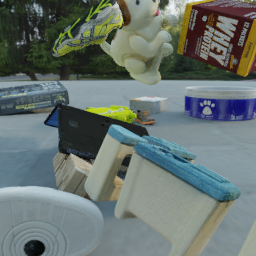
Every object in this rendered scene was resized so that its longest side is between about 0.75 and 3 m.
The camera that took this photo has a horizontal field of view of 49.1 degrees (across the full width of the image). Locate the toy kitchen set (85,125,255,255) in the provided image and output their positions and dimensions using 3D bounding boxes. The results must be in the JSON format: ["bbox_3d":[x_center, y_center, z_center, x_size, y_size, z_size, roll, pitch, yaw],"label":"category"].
[{"bbox_3d":[0.935,0.511,2.819,2.202,1.297,1.764,28,6,36],"label":"toy kitchen set"}]

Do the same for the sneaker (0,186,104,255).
[{"bbox_3d":[-1.350,0.794,2.884,2.164,0.790,1.210,-3,13,-7],"label":"sneaker"}]

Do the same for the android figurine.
[{"bbox_3d":[-0.833,-0.435,9.611,2.397,0.492,2.182,8,14,41],"label":"android figurine"}]

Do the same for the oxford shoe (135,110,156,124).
[{"bbox_3d":[0.558,-0.379,9.465,0.400,0.409,1.123,-7,13,-29],"label":"oxford shoe"}]

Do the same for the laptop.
[{"bbox_3d":[-0.600,0.322,5.455,1.889,1.101,2.131,14,31,-24],"label":"laptop"}]

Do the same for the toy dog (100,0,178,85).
[{"bbox_3d":[0.265,-3.056,8.486,2.561,1.843,2.641,26,-24,20],"label":"toy dog"}]

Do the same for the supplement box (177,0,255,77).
[{"bbox_3d":[3.097,-2.854,8.422,2.233,1.483,2.203,30,41,30],"label":"supplement box"}]

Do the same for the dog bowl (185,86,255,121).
[{"bbox_3d":[3.597,-1.028,10.932,2.733,1.077,2.733,0,11,0],"label":"dog bowl"}]

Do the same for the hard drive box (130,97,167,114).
[{"bbox_3d":[0.897,-0.988,12.035,1.124,0.554,1.442,8,14,29],"label":"hard drive box"}]

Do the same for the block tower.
[{"bbox_3d":[-0.812,0.625,4.212,0.433,0.464,1.604,33,2,-20],"label":"block tower"}]

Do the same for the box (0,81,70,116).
[{"bbox_3d":[-4.172,-1.365,12.157,2.848,0.727,2.246,-12,22,-20],"label":"box"}]

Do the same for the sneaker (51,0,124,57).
[{"bbox_3d":[-0.703,-1.612,4.863,1.423,0.544,0.537,-29,41,13],"label":"sneaker"}]
